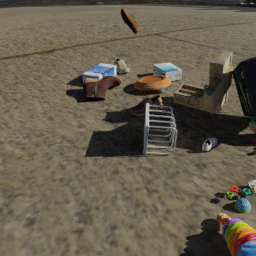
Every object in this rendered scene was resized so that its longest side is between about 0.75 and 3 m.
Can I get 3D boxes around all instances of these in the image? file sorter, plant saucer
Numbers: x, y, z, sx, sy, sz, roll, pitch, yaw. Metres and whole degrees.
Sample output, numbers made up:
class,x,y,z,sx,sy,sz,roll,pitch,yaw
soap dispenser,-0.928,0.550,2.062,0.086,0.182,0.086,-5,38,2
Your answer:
class,x,y,z,sx,sy,sz,roll,pitch,yaw
file sorter,1.132,0.032,10.229,1.077,1.201,1.730,4,31,2
plant saucer,1.276,-2.445,14.869,1.973,0.369,1.973,-6,22,2

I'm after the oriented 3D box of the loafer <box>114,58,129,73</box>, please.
class,x,y,z,sx,sy,sz,roll,pitch,yaw
loafer,-0.458,-3.866,17.353,0.668,0.602,1.764,-15,34,-23

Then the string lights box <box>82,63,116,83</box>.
class,x,y,z,sx,sy,sz,roll,pitch,yaw
string lights box,-1.595,-3.086,16.021,1.072,0.615,2.085,13,33,21

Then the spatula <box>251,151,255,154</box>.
class,x,y,z,sx,sy,sz,roll,pitch,yaw
spatula,4.962,0.743,10.024,1.395,0.143,0.394,-16,37,-20

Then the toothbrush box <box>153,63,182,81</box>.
class,x,y,z,sx,sy,sz,roll,pitch,yaw
toothbrush box,2.285,-3.249,16.267,1.108,0.645,1.513,-12,33,-19

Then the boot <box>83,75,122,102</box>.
class,x,y,z,sx,sy,sz,roll,pitch,yaw
boot,-1.244,-1.924,14.236,2.079,0.752,1.729,-3,43,-10

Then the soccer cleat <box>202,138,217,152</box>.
class,x,y,z,sx,sy,sz,roll,pitch,yaw
soccer cleat,3.004,0.514,10.157,0.335,0.414,0.959,21,36,31

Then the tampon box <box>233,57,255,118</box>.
class,x,y,z,sx,sy,sz,roll,pitch,yaw
tampon box,5.296,-1.602,10.730,1.775,2.107,2.811,-14,0,15

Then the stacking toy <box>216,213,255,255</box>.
class,x,y,z,sx,sy,sz,roll,pitch,yaw
stacking toy,2.584,2.504,6.571,0.960,0.907,1.653,-9,20,-9

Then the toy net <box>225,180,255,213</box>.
class,x,y,z,sx,sy,sz,roll,pitch,yaw
toy net,3.420,1.858,8.068,1.428,0.276,0.749,-23,35,-36

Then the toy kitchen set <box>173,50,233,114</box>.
class,x,y,z,sx,sy,sz,roll,pitch,yaw
toy kitchen set,2.945,-1.779,12.011,2.323,2.575,2.101,19,51,29

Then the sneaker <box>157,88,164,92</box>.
class,x,y,z,sx,sy,sz,roll,pitch,yaw
sneaker,1.638,-2.150,14.719,0.456,0.432,1.129,-15,29,6

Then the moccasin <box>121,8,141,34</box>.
class,x,y,z,sx,sy,sz,roll,pitch,yaw
moccasin,0.093,-3.289,8.516,0.321,0.832,0.304,-48,13,-20

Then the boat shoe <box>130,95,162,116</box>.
class,x,y,z,sx,sy,sz,roll,pitch,yaw
boat shoe,0.805,-1.063,12.580,1.806,0.648,0.684,-25,39,-35

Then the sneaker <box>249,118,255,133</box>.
class,x,y,z,sx,sy,sz,roll,pitch,yaw
sneaker,5.908,-0.198,10.463,2.633,0.940,1.052,8,67,10
